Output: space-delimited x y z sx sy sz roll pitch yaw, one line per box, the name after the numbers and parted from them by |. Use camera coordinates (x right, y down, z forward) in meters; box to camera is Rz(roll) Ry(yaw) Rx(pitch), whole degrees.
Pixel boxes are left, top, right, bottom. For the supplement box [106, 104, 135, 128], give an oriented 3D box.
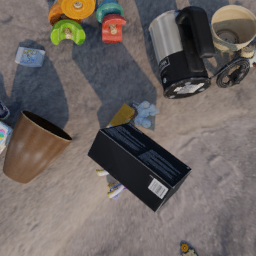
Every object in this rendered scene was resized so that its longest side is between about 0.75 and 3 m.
-0.357 -0.156 10.330 0.514 0.497 1.493 33 78 8 | supplement box

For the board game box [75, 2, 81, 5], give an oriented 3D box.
-2.338 -5.006 11.842 0.559 0.125 1.066 15 75 6 | board game box

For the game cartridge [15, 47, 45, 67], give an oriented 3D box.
-3.932 -2.822 11.210 1.106 0.230 0.737 9 71 2 | game cartridge

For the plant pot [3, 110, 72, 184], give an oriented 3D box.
-3.262 0.773 9.530 1.933 1.933 2.068 32 92 8 | plant pot

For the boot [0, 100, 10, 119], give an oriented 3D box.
-5.189 -1.085 10.416 1.788 0.808 0.650 39 78 10 | boot

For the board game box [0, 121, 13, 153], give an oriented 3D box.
-5.519 0.687 10.004 1.740 0.443 2.588 34 83 9 | board game box

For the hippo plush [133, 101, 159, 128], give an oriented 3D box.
0.551 -0.479 10.241 1.054 0.840 0.848 19 75 5 | hippo plush

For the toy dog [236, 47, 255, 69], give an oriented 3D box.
5.078 -2.797 10.800 1.830 1.207 0.881 -40 56 -1 | toy dog

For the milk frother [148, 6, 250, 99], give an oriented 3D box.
2.623 -2.773 10.397 2.965 2.676 2.789 1 71 -38 | milk frother

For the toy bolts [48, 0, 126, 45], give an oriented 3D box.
-1.502 -4.690 10.669 2.909 2.779 2.018 -3 65 -20 | toy bolts

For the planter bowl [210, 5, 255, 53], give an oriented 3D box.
3.978 -3.691 10.937 1.726 1.161 1.726 0 75 1 | planter bowl

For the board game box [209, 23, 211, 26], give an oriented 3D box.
3.073 -3.960 11.522 0.859 0.177 0.861 23 76 6 | board game box

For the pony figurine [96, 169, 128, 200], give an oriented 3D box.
0.033 1.636 9.526 1.791 1.491 1.728 -33 70 8 | pony figurine

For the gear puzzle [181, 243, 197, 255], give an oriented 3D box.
2.057 4.350 9.314 0.526 0.133 1.016 -29 74 -5 | gear puzzle

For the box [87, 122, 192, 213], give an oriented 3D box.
0.381 1.024 8.382 2.606 1.839 1.028 37 115 19 | box
